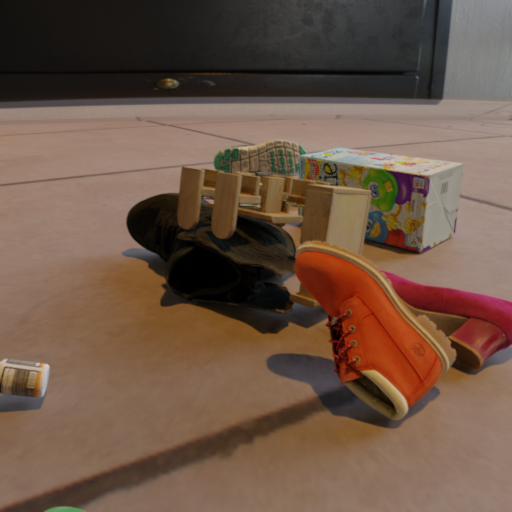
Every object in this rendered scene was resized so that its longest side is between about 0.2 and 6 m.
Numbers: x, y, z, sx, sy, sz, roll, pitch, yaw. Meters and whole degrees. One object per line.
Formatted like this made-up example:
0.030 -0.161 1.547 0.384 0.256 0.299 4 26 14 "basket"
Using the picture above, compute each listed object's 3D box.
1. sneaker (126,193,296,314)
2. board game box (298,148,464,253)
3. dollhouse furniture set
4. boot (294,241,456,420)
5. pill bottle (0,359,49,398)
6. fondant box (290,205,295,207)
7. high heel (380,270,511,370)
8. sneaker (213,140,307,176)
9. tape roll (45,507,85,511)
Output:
-0.960 -0.114 9.244 4.110 1.234 2.144 14 21 24 "sneaker"
2.565 -1.296 11.990 3.039 1.565 1.594 18 27 40 "board game box"
0.338 -0.375 8.862 2.545 1.691 2.231 16 13 40 "dollhouse furniture set"
1.087 0.780 6.198 2.156 0.809 1.156 43 60 10 "boot"
-2.634 1.335 6.143 0.640 0.372 0.372 10 18 -11 "pill bottle"
1.247 -1.521 14.477 0.740 0.299 1.025 9 23 22 "fondant box"
2.449 0.570 7.697 1.126 0.790 2.347 -32 37 -23 "high heel"
0.118 -3.149 17.826 3.020 1.172 1.377 -2 16 -8 "sneaker"
-1.098 2.081 3.464 1.035 1.035 0.249 9 18 24 "tape roll"
